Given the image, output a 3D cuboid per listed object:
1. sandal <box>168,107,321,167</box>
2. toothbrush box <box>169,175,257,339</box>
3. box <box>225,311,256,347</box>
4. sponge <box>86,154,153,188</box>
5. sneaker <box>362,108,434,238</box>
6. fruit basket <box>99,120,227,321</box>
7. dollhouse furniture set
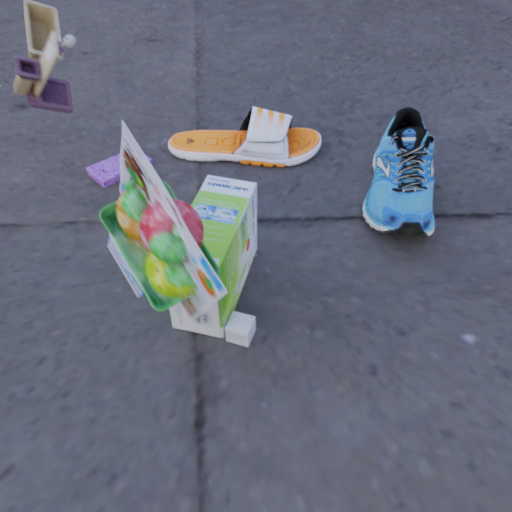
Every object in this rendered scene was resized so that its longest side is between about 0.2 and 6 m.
[{"bbox_3d":[-0.231,-2.425,11.102,3.105,0.890,1.189,-1,44,-1],"label":"sandal"},{"bbox_3d":[-0.606,-0.020,8.234,0.839,1.419,1.950,9,45,10],"label":"toothbrush box"},{"bbox_3d":[-0.220,1.036,7.940,0.354,0.303,0.352,13,46,13],"label":"box"},{"bbox_3d":[-2.658,-1.741,10.918,1.121,0.167,0.625,-33,53,-29],"label":"sponge"},{"bbox_3d":[2.540,-1.546,9.829,1.210,1.389,3.088,4,44,4],"label":"sneaker"},{"bbox_3d":[-0.984,-0.187,5.597,0.895,1.909,1.768,-31,87,-14],"label":"fruit basket"},{"bbox_3d":[-2.660,-2.670,6.576,1.174,1.052,1.482,1,66,-37],"label":"dollhouse furniture set"}]
